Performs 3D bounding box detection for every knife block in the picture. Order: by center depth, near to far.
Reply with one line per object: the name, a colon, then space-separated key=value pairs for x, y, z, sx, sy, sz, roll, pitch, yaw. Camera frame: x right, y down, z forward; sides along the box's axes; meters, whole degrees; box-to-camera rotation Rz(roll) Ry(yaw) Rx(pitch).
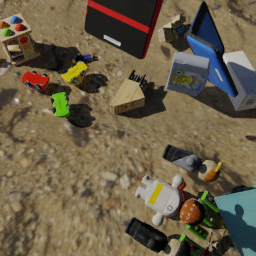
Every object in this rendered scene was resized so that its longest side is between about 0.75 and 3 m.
knife block: x=-0.026 y=-1.597 z=11.673 sx=1.925 sy=0.616 sz=1.690 roll=-18 pitch=60 yaw=-10

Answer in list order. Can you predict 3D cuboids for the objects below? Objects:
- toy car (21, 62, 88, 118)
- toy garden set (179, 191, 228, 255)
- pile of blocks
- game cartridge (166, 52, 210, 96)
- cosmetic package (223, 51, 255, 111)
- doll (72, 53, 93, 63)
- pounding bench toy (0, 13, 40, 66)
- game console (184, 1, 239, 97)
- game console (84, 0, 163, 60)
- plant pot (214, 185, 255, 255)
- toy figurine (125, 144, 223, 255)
toy car: x=-2.861 y=-1.429 z=11.575 sx=2.799 sy=0.624 sz=2.634 roll=-13 pitch=61 yaw=-7
toy garden set: x=2.548 y=3.108 z=8.599 sx=1.505 sy=0.360 sz=1.806 roll=40 pitch=72 yaw=-20
pile of blocks: x=2.083 y=-4.723 z=13.603 sx=0.671 sy=0.886 sz=2.158 roll=-3 pitch=35 yaw=50
game cartridge: x=1.853 y=-1.583 z=8.627 sx=1.167 sy=1.750 sz=0.354 roll=12 pitch=66 yaw=5
cosmetic package: x=4.601 y=-1.954 z=11.557 sx=0.934 sy=1.185 sz=2.203 roll=-10 pitch=61 yaw=-5
doll: x=-2.101 y=-3.171 z=12.823 sx=0.943 sy=0.229 sz=0.643 roll=-16 pitch=60 yaw=-9
pounding bench toy: x=-5.312 y=-3.804 z=12.365 sx=2.115 sy=1.649 sz=1.314 roll=-29 pitch=64 yaw=-16
game console: x=2.971 y=-2.520 z=9.069 sx=1.431 sy=2.419 sz=2.065 roll=-44 pitch=44 yaw=5
game console: x=-0.257 y=-3.885 z=9.441 sx=2.676 sy=2.367 sz=0.415 roll=31 pitch=43 yaw=17
plant pot: x=4.044 y=2.937 z=8.109 sx=1.747 sy=1.748 sz=2.473 roll=-2 pitch=71 yaw=-41
toy figurine: x=1.416 y=2.148 z=8.078 sx=1.927 sy=2.726 sz=2.769 roll=26 pitch=37 yaw=18
